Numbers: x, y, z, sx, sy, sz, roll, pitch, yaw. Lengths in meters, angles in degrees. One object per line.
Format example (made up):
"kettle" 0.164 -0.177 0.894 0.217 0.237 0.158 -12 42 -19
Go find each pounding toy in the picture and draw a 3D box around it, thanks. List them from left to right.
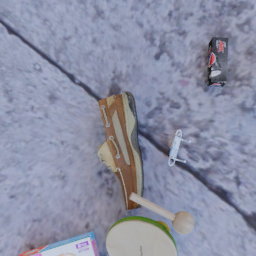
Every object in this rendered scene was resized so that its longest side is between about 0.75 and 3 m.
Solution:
"pounding toy" 0.472 2.339 6.480 1.623 0.976 2.102 26 116 5

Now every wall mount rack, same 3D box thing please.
"wall mount rack" 1.258 0.498 7.076 0.366 0.852 0.980 10 82 38

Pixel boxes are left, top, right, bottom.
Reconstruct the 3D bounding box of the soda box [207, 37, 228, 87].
"soda box" 2.447 -1.797 7.651 0.457 0.409 1.290 4 80 1

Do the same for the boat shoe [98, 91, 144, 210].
"boat shoe" -0.199 0.547 6.951 1.055 1.081 2.858 -7 80 2

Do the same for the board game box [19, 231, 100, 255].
"board game box" -1.421 4.018 6.666 1.917 0.505 2.506 -16 81 -3
